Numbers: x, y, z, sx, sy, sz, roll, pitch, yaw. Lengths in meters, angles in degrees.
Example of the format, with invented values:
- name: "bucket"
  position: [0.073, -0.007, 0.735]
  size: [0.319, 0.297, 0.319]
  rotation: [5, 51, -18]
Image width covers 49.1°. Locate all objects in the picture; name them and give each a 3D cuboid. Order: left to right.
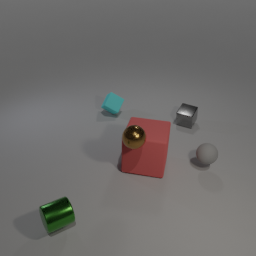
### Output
- name: "cylinder"
  position: [-1.793, 2.183, 7.073]
  size: [0.700, 0.700, 0.700]
  rotation: [-17, 34, -29]
- name: "cube"
  position: [-0.703, -1.116, 12.713]
  size: [0.700, 0.700, 0.700]
  rotation: [28, -12, -16]
- name: "ball"
  position: [0.178, 0.261, 8.036]
  size: [0.700, 0.700, 0.700]
  rotation: [0, 30, 0]
- name: "cube"
  position: [0.616, 0.616, 9.391]
  size: [1.400, 1.400, 1.400]
  rotation: [8, 31, 10]
- name: "cube"
  position: [2.520, -0.518, 11.957]
  size: [0.700, 0.700, 0.700]
  rotation: [18, 51, 25]
- name: "ball"
  position: [2.583, 0.838, 9.156]
  size: [0.700, 0.700, 0.700]
  rotation: [0, 30, 0]
